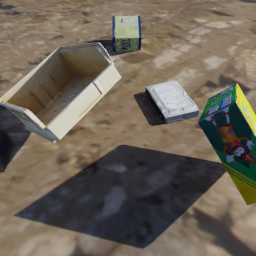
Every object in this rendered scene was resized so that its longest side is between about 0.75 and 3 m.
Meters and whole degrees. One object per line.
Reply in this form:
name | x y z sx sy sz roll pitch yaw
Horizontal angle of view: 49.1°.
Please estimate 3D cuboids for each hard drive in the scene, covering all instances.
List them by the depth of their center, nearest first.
hard drive | 1.209 -0.770 7.904 1.024 0.277 1.466 -13 47 -12

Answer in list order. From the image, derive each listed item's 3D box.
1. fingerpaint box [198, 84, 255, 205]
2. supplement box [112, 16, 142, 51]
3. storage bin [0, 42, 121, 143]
fingerpaint box | 2.131 0.176 5.294 0.732 1.664 1.994 -30 5 27
supplement box | -0.053 -3.405 10.074 1.022 0.687 1.023 -1 67 -1
storage bin | -1.613 -0.890 6.552 2.175 1.019 2.159 -48 34 -20
